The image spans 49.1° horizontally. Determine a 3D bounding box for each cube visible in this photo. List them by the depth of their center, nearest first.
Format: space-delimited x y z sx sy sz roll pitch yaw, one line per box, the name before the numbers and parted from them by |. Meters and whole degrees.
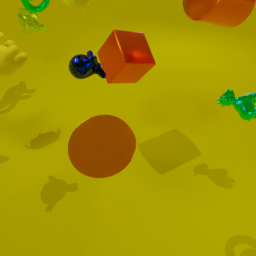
cube | -0.064 -1.978 7.933 1.067 1.067 1.067 -8 72 -36

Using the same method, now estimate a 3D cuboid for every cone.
cone | -0.342 0.477 4.591 1.027 1.031 1.027 -2 63 5

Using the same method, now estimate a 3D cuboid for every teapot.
teapot | -1.405 -3.556 7.460 0.662 1.352 0.841 25 75 42

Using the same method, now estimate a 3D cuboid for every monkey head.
monkey head | -0.907 -1.278 6.153 0.655 0.782 1.087 -39 20 -5
monkey head | -3.399 -3.848 10.030 1.012 0.847 1.406 -7 10 1

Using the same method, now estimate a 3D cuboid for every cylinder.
cylinder | 2.283 -3.290 7.049 1.307 1.307 1.307 -3 35 -32

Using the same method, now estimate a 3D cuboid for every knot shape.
knot shape | -3.261 -4.648 9.102 0.702 1.421 1.518 -7 -6 33

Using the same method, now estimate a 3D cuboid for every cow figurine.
cow figurine | 2.692 -0.543 6.810 0.910 0.508 0.925 -15 63 10
cow figurine | -3.461 -1.691 7.122 1.494 0.820 1.470 42 91 23
